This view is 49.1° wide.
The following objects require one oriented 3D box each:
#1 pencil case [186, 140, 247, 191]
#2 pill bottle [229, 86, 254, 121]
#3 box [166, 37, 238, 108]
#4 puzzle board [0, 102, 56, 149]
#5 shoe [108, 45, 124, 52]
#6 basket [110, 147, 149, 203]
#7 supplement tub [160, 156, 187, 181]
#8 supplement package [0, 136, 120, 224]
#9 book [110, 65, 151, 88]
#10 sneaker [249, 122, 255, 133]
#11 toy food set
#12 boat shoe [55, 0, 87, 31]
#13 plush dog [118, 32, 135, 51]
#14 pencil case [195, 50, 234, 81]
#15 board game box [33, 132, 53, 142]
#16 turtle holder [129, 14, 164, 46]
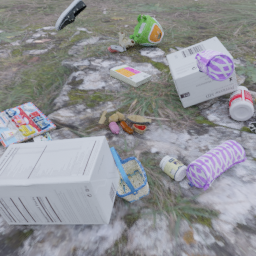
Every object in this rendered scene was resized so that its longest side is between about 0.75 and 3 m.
[{"bbox_3d":[2.836,1.135,8.954,2.139,0.898,0.915,-27,55,-30],"label":"pencil case"},{"bbox_3d":[4.775,-1.089,11.858,0.915,0.915,1.629,10,39,12],"label":"pill bottle"},{"bbox_3d":[3.232,-2.521,12.536,2.458,1.615,2.471,-19,36,11],"label":"box"},{"bbox_3d":[-4.341,-0.250,11.183,1.982,0.229,2.631,-25,39,-29],"label":"puzzle board"},{"bbox_3d":[-0.760,-4.848,17.256,0.955,0.341,0.434,3,-12,-37],"label":"shoe"},{"bbox_3d":[-0.028,1.388,8.095,1.045,1.503,1.325,-25,40,-2],"label":"basket"},{"bbox_3d":[1.463,1.289,9.025,0.561,0.561,0.774,-28,45,-32],"label":"supplement tub"},{"bbox_3d":[-1.939,1.424,7.489,2.949,1.615,1.677,-5,36,16],"label":"supplement package"},{"bbox_3d":[0.130,-2.731,14.452,1.809,0.435,1.208,30,44,32],"label":"book"},{"bbox_3d":[5.253,-0.058,11.024,1.124,0.453,0.469,4,21,-8],"label":"sneaker"},{"bbox_3d":[-0.114,-0.121,11.140,1.968,0.310,1.251,13,39,5],"label":"toy food set"},{"bbox_3d":[-1.803,-3.537,8.833,0.356,0.432,1.259,38,85,-1],"label":"boat shoe"},{"bbox_3d":[-0.151,-5.393,17.724,1.212,0.972,1.041,39,27,5],"label":"plush dog"},{"bbox_3d":[2.429,-1.851,8.020,0.780,0.766,1.825,30,17,-8],"label":"pencil case"},{"bbox_3d":[-3.197,0.428,10.484,0.604,0.166,0.957,-18,41,-22],"label":"board game box"},{"bbox_3d":[1.158,-5.991,17.816,1.712,2.410,1.831,20,75,-21],"label":"turtle holder"}]
